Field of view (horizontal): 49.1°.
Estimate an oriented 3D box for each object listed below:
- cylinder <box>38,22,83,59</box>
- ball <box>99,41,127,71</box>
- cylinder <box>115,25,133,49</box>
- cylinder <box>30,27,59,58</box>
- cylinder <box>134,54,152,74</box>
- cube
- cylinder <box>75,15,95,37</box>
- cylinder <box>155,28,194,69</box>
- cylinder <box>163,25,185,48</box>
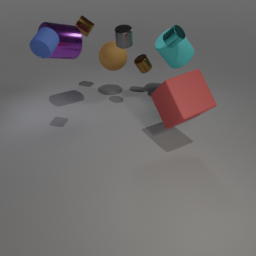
[{"bbox_3d":[-2.850,-3.601,11.666,1.400,1.400,1.400,-10,30,-42],"label":"cylinder"},{"bbox_3d":[-0.727,-3.510,13.695,1.400,1.400,1.400,0,31,0],"label":"ball"},{"bbox_3d":[-0.164,-3.671,11.264,0.700,0.700,0.700,-2,48,2],"label":"cylinder"},{"bbox_3d":[-2.625,-2.685,8.829,0.700,0.700,0.700,8,52,12],"label":"cylinder"},{"bbox_3d":[0.770,-3.246,14.183,0.700,0.700,0.700,-22,43,22],"label":"cylinder"},{"bbox_3d":[1.869,-0.970,9.656,1.400,1.400,1.400,-22,-6,-20],"label":"cube"},{"bbox_3d":[-2.035,-4.763,13.113,0.700,0.700,0.700,32,29,-13],"label":"cylinder"},{"bbox_3d":[2.228,-3.824,13.417,1.400,1.400,1.400,-29,38,26],"label":"cylinder"},{"bbox_3d":[1.960,-3.898,11.944,0.700,0.700,0.700,-31,3,46],"label":"cylinder"}]
